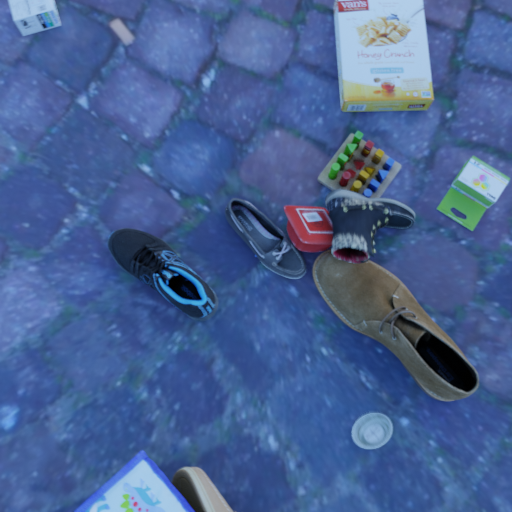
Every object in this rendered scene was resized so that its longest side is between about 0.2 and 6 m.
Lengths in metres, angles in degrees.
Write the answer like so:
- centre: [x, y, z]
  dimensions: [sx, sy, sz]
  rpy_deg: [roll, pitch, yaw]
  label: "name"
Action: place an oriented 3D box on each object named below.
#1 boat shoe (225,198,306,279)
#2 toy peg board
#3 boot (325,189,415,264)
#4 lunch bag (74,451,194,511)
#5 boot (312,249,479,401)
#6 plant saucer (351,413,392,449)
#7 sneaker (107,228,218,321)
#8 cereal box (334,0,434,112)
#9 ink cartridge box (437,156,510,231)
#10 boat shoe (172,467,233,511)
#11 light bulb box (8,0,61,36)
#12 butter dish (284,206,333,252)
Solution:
- centre: [0.152, -0.324, 10.546]
  dimensions: [1.985, 0.566, 0.664]
  rpy_deg: [43, 80, 9]
  label: "boat shoe"
- centre: [2.044, -1.696, 10.865]
  dimensions: [1.213, 0.596, 1.218]
  rpy_deg: [35, 79, 8]
  label: "toy peg board"
- centre: [2.110, -0.429, 10.225]
  dimensions: [1.782, 0.643, 1.346]
  rpy_deg: [13, 53, -13]
  label: "boot"
- centre: [-1.983, 4.871, 8.527]
  dimensions: [2.983, 1.901, 2.537]
  rpy_deg: [-44, 80, 7]
  label: "lunch bag"
- centre: [2.454, 1.076, 9.832]
  dimensions: [3.555, 1.341, 1.309]
  rpy_deg: [43, 85, 12]
  label: "boot"
- centre: [2.041, 3.089, 9.773]
  dimensions: [0.731, 0.731, 0.184]
  rpy_deg: [-34, 120, -8]
  label: "plant saucer"
- centre: [-1.703, 0.208, 10.199]
  dimensions: [2.446, 1.002, 0.895]
  rpy_deg: [34, 79, 8]
  label: "sneaker"
- centre: [2.581, -4.206, 11.509]
  dimensions: [1.815, 0.499, 2.523]
  rpy_deg: [-2, 76, -1]
  label: "cereal box"
- centre: [4.191, -1.194, 10.826]
  dimensions: [0.850, 0.436, 1.151]
  rpy_deg: [34, 78, 8]
  label: "ink cartridge box"
- centre: [-0.420, 4.738, 9.213]
  dimensions: [0.943, 1.042, 2.923]
  rpy_deg: [-21, 80, -44]
  label: "boat shoe"
- centre: [-4.663, -5.206, 11.742]
  dimensions: [0.841, 0.525, 0.834]
  rpy_deg: [-17, 77, -5]
  label: "light bulb box"
- centre: [0.984, -0.396, 10.506]
  dimensions: [1.008, 0.745, 1.006]
  rpy_deg: [-1, 48, -28]
  label: "butter dish"
